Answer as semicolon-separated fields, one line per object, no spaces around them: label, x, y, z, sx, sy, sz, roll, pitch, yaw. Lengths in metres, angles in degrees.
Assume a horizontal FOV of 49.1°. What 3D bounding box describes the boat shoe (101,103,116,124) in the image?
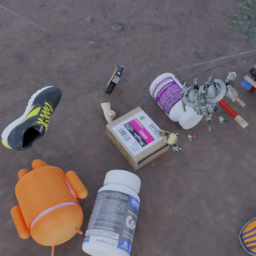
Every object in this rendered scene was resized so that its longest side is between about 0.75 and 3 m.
boat shoe;-0.600;-0.451;9.323;0.382;0.407;1.105;-19;56;-6

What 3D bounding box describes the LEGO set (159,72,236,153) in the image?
LEGO set;1.823;-0.538;7.570;1.727;0.754;2.660;32;96;43

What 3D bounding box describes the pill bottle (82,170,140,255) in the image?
pill bottle;-0.328;2.156;7.042;1.142;1.142;2.008;10;56;7

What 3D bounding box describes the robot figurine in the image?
robot figurine;-2.007;1.931;7.099;1.671;1.354;2.323;-13;52;-33

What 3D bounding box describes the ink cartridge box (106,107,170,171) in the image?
ink cartridge box;0.294;0.288;8.680;1.331;0.607;1.615;-31;61;-19

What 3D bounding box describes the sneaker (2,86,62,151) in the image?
sneaker;-2.550;-0.221;8.067;0.956;0.841;2.258;21;70;38

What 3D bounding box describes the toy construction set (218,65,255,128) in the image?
toy construction set;4.517;-0.927;8.963;2.646;2.207;2.033;-40;75;-2

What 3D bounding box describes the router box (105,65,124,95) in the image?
router box;-0.476;-1.671;9.737;0.227;0.870;0.684;27;43;-12

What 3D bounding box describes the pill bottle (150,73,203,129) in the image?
pill bottle;1.597;-0.871;9.234;1.038;1.038;1.849;-24;58;-16

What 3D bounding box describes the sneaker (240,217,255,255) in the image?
sneaker;4.055;2.282;6.754;2.597;1.455;1.007;-14;56;-9
